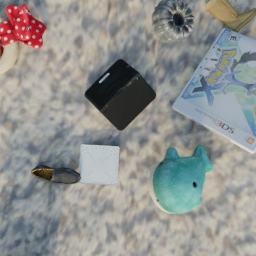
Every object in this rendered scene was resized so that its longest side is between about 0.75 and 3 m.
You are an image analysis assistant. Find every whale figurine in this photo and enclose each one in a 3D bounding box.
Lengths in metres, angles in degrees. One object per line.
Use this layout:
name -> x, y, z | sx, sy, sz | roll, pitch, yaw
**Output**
whale figurine -> 1.564, 1.237, 7.200 | 2.184, 1.133, 1.737 | -30, 95, -32

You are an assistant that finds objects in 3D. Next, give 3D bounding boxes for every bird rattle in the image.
bird rattle -> -3.723, -2.506, 7.750 | 2.633, 1.484, 2.147 | 17, 100, -13

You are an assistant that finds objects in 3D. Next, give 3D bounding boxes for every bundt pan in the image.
bundt pan -> 1.297, -2.939, 7.649 | 1.269, 0.476, 1.269 | -1, 93, -24

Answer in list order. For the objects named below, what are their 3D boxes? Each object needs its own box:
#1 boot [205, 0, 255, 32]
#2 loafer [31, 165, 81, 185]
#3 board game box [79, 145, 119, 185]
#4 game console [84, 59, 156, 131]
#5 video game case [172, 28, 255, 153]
boot -> 2.971, -3.395, 7.961 | 1.040, 0.393, 1.187 | -42, 88, -1
loafer -> -2.007, 1.341, 7.770 | 1.367, 0.494, 0.498 | 5, 89, 3
board game box -> -0.820, 1.048, 7.983 | 1.102, 0.143, 1.102 | 3, 89, 0
game console -> -0.223, -0.954, 8.027 | 1.522, 0.886, 1.338 | -45, 59, -1
video game case -> 2.919, -1.093, 7.467 | 2.468, 0.298, 2.707 | 33, 89, 25
